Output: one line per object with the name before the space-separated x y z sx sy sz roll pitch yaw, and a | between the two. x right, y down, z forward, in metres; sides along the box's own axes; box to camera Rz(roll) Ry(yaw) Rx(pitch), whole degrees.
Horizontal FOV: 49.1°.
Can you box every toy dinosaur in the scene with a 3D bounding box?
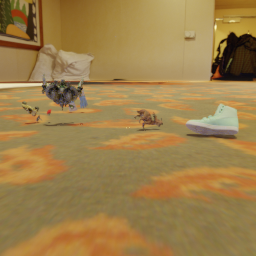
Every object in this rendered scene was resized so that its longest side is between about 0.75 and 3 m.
toy dinosaur | 0.518 -0.296 7.510 0.542 0.799 0.343 -42 25 0

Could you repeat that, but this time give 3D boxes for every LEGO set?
LEGO set | -2.128 -0.816 8.144 1.328 2.045 0.580 33 24 -26

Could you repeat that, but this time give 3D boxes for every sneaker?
sneaker | 2.066 -0.236 6.887 1.223 0.721 0.450 5 -24 15

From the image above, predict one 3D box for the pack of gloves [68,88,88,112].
pack of gloves | -1.975 -1.109 10.671 0.750 0.893 0.176 -12 30 0
